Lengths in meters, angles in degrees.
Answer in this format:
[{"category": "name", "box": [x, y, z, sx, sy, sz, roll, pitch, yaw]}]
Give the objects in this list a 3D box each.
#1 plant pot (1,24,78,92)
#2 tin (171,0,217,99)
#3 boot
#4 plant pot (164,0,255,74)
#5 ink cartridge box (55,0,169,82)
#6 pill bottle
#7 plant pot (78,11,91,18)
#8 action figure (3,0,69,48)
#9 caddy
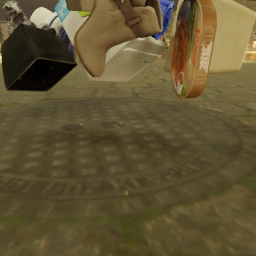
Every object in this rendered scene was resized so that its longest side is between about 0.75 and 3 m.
[{"category": "plant pot", "box": [-2.549, -1.910, 7.572, 1.452, 1.292, 1.456, -33, -11, 29]}, {"category": "tin", "box": [1.498, -1.819, 6.574, 0.493, 2.353, 1.318, -2, 29, -9]}, {"category": "boot", "box": [-0.207, -2.140, 6.016, 1.900, 2.599, 0.913, 4, 52, 17]}, {"category": "plant pot", "box": [2.515, -2.736, 8.502, 2.078, 2.347, 2.344, 16, 19, 13]}, {"category": "ink cartridge box", "box": [-0.521, -3.260, 9.130, 2.094, 2.867, 2.103, -35, -15, 34]}, {"category": "pill bottle", "box": [-2.488, -3.586, 10.815, 2.405, 1.439, 1.439, 31, 22, 6]}, {"category": "plant pot", "box": [-0.576, -3.663, 6.857, 1.370, 1.363, 1.243, -5, 22, 40]}, {"category": "action figure", "box": [-3.293, -3.272, 9.326, 2.810, 1.829, 0.975, 32, 75, 33]}, {"category": "caddy", "box": [0.802, -2.619, 6.786, 0.519, 0.989, 0.699, 31, 53, 7]}]
